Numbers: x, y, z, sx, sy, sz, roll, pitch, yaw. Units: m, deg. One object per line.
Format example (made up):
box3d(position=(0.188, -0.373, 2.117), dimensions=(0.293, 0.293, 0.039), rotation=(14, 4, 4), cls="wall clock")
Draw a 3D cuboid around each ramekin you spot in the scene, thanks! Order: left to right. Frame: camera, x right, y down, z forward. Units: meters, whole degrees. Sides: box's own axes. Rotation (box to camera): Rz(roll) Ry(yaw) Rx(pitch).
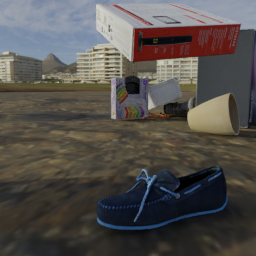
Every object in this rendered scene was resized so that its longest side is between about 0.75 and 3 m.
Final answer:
box3d(position=(1.344, -1.403, 11.627), dimensions=(1.826, 0.890, 1.826), rotation=(-21, 5, 2), cls="ramekin")

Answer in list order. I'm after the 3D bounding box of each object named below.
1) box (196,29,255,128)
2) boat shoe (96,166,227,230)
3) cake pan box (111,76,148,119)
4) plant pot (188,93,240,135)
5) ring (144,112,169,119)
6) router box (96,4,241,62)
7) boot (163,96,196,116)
box3d(position=(3.723, -1.653, 9.717), dimensions=(1.807, 2.933, 2.909), rotation=(7, 12, 35), cls="box")
box3d(position=(0.363, 0.646, 2.920), dimensions=(1.472, 0.505, 0.619), rotation=(-5, 10, -29), cls="boat shoe")
box3d(position=(0.086, -1.140, 10.467), dimensions=(1.445, 1.569, 0.411), rotation=(-3, 8, -31), cls="cake pan box")
box3d(position=(2.273, -0.297, 7.577), dimensions=(1.181, 1.106, 1.106), rotation=(-8, 3, 34), cls="plant pot")
box3d(position=(1.041, -0.524, 11.379), dimensions=(1.237, 0.119, 1.237), rotation=(0, 13, 0), cls="ring")
box3d(position=(0.558, -1.757, 4.876), dimensions=(1.800, 0.490, 2.005), rotation=(-8, 34, -18), cls="router box")
box3d(position=(2.173, -0.736, 11.023), dimensions=(1.700, 0.901, 2.582), rotation=(1, -2, 22), cls="boot")
